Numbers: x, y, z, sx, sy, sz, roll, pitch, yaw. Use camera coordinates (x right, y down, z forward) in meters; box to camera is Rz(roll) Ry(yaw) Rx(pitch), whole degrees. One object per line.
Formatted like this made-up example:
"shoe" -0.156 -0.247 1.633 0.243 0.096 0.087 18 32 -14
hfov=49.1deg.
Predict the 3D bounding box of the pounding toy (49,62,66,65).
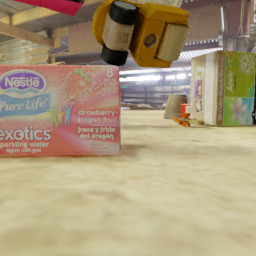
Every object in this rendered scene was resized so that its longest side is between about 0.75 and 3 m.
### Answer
"pounding toy" -2.572 -0.899 8.620 2.287 1.766 2.484 4 32 45

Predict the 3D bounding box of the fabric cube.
"fabric cube" -1.784 -3.596 5.987 1.797 1.763 1.791 6 13 -18

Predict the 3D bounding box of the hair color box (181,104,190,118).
"hair color box" 3.873 -0.777 13.320 2.491 0.796 1.382 -2 4 -38

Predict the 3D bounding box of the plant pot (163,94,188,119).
"plant pot" 2.528 -1.076 14.301 1.439 1.248 1.439 0 3 0

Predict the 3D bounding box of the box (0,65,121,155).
"box" -1.312 -0.253 3.995 2.420 1.145 1.242 0 4 -2

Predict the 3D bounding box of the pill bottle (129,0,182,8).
"pill bottle" 0.783 -3.820 8.881 1.641 1.641 2.923 0 9 4

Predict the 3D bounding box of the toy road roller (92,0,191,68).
"toy road roller" 0.208 -2.239 6.252 2.016 1.239 1.472 -1 41 -23

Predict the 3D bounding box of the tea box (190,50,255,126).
"tea box" 3.445 -1.266 9.475 2.287 2.325 1.553 -2 5 -20

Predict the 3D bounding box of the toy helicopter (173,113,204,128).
"toy helicopter" 1.836 -0.207 8.457 0.706 0.421 1.067 -5 9 -30
